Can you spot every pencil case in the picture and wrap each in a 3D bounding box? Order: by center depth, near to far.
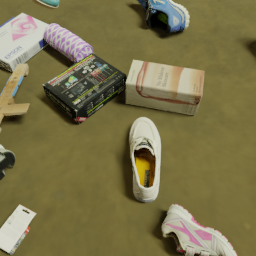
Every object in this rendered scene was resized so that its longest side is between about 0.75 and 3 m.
[{"bbox_3d":[-1.873,-2.660,8.911,1.803,0.757,0.771,39,19,22],"label":"pencil case"}]

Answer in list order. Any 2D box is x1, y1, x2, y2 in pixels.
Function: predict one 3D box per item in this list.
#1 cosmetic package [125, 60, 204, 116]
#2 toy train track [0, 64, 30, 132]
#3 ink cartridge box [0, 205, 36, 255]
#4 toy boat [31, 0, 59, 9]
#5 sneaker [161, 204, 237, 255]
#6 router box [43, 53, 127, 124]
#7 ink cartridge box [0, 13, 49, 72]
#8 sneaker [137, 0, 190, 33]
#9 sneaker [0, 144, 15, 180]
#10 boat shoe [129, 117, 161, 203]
[{"bbox_3d":[0.997,-1.122,7.725,1.996,0.871,1.032,9,55,6],"label":"cosmetic package"},{"bbox_3d":[-3.293,-0.791,7.811,1.593,0.452,2.778,-2,49,7],"label":"toy train track"},{"bbox_3d":[-2.337,2.101,5.835,0.478,0.221,0.878,22,56,15],"label":"ink cartridge box"},{"bbox_3d":[-1.552,-2.603,5.014,0.725,0.401,0.863,4,69,-49],"label":"toy boat"},{"bbox_3d":[1.331,2.257,5.507,1.620,0.659,0.715,29,60,29],"label":"sneaker"},{"bbox_3d":[-1.181,-1.177,7.931,1.429,0.592,1.907,38,62,24],"label":"router box"},{"bbox_3d":[-3.882,-3.010,9.335,2.192,0.475,2.152,28,59,17],"label":"ink cartridge box"},{"bbox_3d":[0.984,-4.213,9.869,1.122,0.989,2.517,-28,59,-22],"label":"sneaker"},{"bbox_3d":[-3.894,1.220,6.048,1.191,0.997,2.691,29,50,20],"label":"sneaker"},{"bbox_3d":[0.401,0.554,6.583,0.795,0.783,2.243,2,55,2],"label":"boat shoe"}]
